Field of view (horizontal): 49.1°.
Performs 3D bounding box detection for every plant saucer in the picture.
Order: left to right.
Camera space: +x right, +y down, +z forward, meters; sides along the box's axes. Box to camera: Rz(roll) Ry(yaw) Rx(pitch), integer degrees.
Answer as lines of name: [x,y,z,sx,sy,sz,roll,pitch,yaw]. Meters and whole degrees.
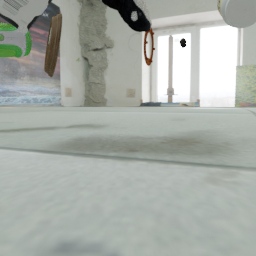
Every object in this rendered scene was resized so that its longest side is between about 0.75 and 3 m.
plant saucer: [-2.158,-2.364,8.008,0.266,1.803,1.803,8,2,-21]

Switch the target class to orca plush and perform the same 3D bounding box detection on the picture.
orca plush: [-0.180,-2.399,4.850,0.609,1.714,0.902,-20,5,-11]

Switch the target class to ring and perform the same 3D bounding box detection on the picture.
ring: [0.861,-3.206,10.928,0.148,1.540,1.540,6,7,18]

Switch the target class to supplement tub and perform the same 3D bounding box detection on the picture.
supplement tub: [2.758,-3.029,6.903,0.974,0.974,1.343,1,31,11]

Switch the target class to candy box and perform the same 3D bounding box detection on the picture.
candy box: [-1.229,-2.988,4.235,2.416,2.027,0.864,-40,-45,22]

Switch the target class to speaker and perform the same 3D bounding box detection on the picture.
speaker: [-3.559,-2.180,6.932,2.109,0.933,0.933,-13,12,-39]

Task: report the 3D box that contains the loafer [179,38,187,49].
loafer: [1.989,-3.160,10.324,0.275,0.268,0.754,-32,-10,9]
